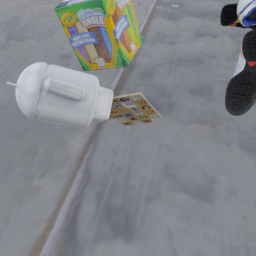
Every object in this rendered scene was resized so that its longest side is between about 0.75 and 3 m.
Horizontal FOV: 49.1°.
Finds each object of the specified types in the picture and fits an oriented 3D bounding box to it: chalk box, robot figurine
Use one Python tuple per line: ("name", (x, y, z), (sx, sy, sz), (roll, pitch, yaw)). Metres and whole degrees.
("chalk box", (-0.727, -2.811, 7.100), (1.412, 2.281, 1.419), (3, 45, 28))
("robot figurine", (-1.092, -0.524, 4.618), (1.636, 1.387, 0.924), (12, 80, -17))

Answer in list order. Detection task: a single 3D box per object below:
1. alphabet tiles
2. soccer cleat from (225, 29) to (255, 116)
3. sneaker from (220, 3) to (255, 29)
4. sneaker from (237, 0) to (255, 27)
("alphabet tiles", (-0.042, -0.324, 5.787), (1.215, 1.454, 0.055), (-7, 69, 23))
("soccer cleat", (2.146, -0.922, 5.000), (0.552, 0.592, 1.619), (12, 78, 27))
("sneaker", (3.522, -3.083, 7.632), (0.963, 0.748, 2.140), (-7, 23, -20))
("sneaker", (2.723, -2.038, 4.787), (1.604, 0.604, 0.707), (-4, 48, 27))
